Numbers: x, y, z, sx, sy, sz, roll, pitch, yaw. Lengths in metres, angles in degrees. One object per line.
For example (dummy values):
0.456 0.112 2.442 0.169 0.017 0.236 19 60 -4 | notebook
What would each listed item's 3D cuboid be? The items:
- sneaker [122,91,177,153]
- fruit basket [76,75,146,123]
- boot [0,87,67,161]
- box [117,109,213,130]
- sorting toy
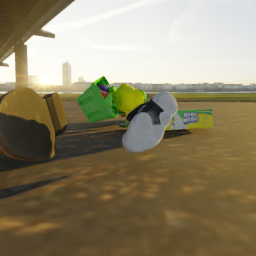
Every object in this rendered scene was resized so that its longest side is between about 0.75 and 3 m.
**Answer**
0.236 -0.021 4.722 0.827 0.549 1.454 -29 15 49 | sneaker
-0.470 -1.051 9.153 2.050 1.478 2.050 -29 13 7 | fruit basket
-1.613 -0.025 4.110 1.012 0.987 2.681 -12 8 -3 | boot
1.005 -0.247 7.813 2.375 0.574 1.393 -6 6 -30 | box
0.800 -0.784 10.806 2.496 0.422 1.203 8 52 47 | sorting toy
